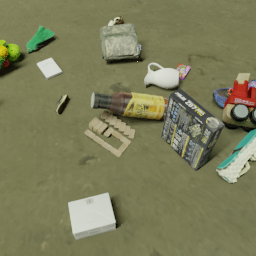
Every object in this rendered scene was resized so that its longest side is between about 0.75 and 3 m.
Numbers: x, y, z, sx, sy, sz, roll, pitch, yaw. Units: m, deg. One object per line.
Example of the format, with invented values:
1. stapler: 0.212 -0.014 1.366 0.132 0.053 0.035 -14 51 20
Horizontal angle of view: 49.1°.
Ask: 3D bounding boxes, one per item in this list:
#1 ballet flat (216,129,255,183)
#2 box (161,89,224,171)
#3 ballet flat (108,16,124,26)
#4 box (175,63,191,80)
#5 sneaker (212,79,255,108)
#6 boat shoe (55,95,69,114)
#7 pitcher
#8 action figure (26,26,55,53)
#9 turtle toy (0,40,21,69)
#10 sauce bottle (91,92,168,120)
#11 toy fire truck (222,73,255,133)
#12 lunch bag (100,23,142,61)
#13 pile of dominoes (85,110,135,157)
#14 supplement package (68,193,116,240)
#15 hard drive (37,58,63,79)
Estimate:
1. ballet flat: 4.134 1.028 10.031 2.519 0.904 0.904 -39 62 -22
2. box: 2.059 0.121 9.571 0.588 2.394 1.930 -29 58 -22
3. ballet flat: -0.721 -5.603 15.011 0.463 0.493 1.364 34 61 23
4. box: 2.477 -2.619 12.994 0.586 0.168 0.857 24 57 17
5. sneaker: 4.922 -1.501 11.566 2.883 1.131 1.086 -5 53 -4
6. boat shoe: -2.809 -0.996 11.704 0.333 0.362 1.013 7 53 18
7. pitcher: 1.527 -2.343 12.341 1.449 0.879 1.243 5 67 12
8. action figure: -4.550 -4.374 14.127 0.987 0.457 1.671 26 64 16
9. turtle toy: -6.041 -3.301 12.861 1.676 1.162 2.300 33 58 31
10. sauce bottle: 0.090 -0.884 10.775 2.984 0.985 0.985 3 52 -16
11. toy fire truck: 5.074 -1.210 10.977 2.425 1.772 2.755 10 74 8
12. lunch bag: -0.367 -3.945 13.351 1.867 1.301 1.566 -6 69 -4
13. pile of dominoes: -0.670 0.214 10.944 1.795 0.286 1.399 34 60 13
14. supplement package: -1.104 2.727 8.685 1.275 0.707 0.993 -12 55 -10
15. hard drive: -3.676 -2.797 13.140 0.768 0.148 1.165 -28 58 -19
